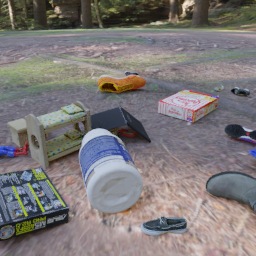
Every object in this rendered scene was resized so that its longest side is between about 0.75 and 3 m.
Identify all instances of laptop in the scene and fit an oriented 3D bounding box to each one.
[{"bbox_3d":[-0.331,-0.011,10.619,1.886,1.093,1.766,37,14,-23],"label":"laptop"}]

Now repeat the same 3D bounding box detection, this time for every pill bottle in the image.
[{"bbox_3d":[-0.582,0.979,7.543,1.366,1.366,2.462,-7,27,-14],"label":"pill bottle"}]

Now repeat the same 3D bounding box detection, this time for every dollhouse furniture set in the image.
[{"bbox_3d":[-2.349,-0.310,9.979,2.953,1.642,2.612,-22,33,-39],"label":"dollhouse furniture set"}]

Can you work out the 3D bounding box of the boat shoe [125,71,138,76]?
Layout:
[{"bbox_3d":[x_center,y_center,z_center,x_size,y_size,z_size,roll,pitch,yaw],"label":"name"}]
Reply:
[{"bbox_3d":[0.257,-3.528,18.473,0.960,0.355,0.290,5,64,-28],"label":"boat shoe"}]

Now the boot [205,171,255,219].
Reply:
[{"bbox_3d":[3.001,1.742,6.736,2.096,0.710,1.369,4,27,8],"label":"boot"}]

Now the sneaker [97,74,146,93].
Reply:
[{"bbox_3d":[-0.321,-2.324,15.478,2.693,0.983,1.039,-5,50,-6],"label":"sneaker"}]

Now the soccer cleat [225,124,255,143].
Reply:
[{"bbox_3d":[4.289,0.271,10.161,1.571,0.575,0.536,15,70,41],"label":"soccer cleat"}]

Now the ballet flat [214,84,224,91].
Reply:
[{"bbox_3d":[5.194,-2.248,15.820,0.881,0.299,0.332,-29,60,-38],"label":"ballet flat"}]

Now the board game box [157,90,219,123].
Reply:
[{"bbox_3d":[2.794,-1.066,12.869,1.838,0.562,2.427,19,31,35],"label":"board game box"}]

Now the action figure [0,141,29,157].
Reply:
[{"bbox_3d":[-4.327,0.749,9.163,1.963,0.507,0.642,-9,29,-12],"label":"action figure"}]

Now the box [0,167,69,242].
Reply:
[{"bbox_3d":[-2.559,1.718,6.769,1.622,0.448,2.025,-5,24,-35],"label":"box"}]

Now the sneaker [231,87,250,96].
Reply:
[{"bbox_3d":[5.962,-1.908,14.957,0.501,0.368,1.108,-15,26,-24],"label":"sneaker"}]

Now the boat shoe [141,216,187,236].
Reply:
[{"bbox_3d":[0.807,2.132,6.266,1.043,0.370,0.376,-2,25,-4],"label":"boat shoe"}]

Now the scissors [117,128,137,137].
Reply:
[{"bbox_3d":[-0.366,0.070,10.985,1.534,0.107,0.561,14,30,24],"label":"scissors"}]

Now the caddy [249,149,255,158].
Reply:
[{"bbox_3d":[4.958,0.831,7.779,2.907,1.526,2.055,19,9,34],"label":"caddy"}]
